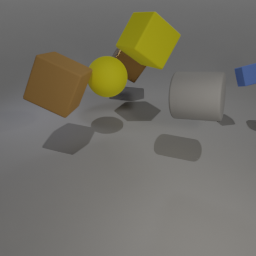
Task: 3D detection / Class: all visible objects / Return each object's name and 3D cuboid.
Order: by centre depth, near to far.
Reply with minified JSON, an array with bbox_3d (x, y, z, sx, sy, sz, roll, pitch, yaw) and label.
[{"bbox_3d":[2.043,-0.931,8.166,1.400,1.400,1.400,5,29,24],"label":"cylinder"},{"bbox_3d":[-2.105,-1.371,8.604,1.400,1.400,1.400,25,20,-2],"label":"cube"},{"bbox_3d":[-0.721,-1.768,9.700,1.400,1.400,1.400,0,29,0],"label":"ball"},{"bbox_3d":[0.700,-3.111,9.970,1.400,1.400,1.400,27,3,-36],"label":"cube"},{"bbox_3d":[4.413,-1.940,10.221,0.700,0.700,0.700,-14,7,1],"label":"cube"},{"bbox_3d":[0.107,-3.268,13.152,1.400,1.400,1.400,28,33,-16],"label":"cube"}]
